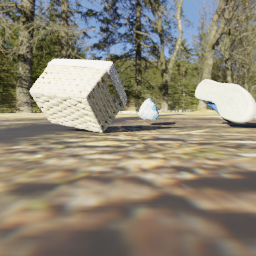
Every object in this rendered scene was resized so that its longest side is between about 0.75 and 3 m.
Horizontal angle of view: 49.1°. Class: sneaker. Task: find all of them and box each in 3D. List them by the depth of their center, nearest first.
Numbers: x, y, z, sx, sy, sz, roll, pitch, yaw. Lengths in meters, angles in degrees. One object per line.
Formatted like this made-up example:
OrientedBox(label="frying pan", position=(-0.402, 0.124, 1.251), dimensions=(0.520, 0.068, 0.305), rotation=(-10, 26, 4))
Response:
OrientedBox(label="sneaker", position=(3.415, -0.683, 8.907), dimensions=(1.538, 1.061, 2.765), rotation=(24, 11, -24))
OrientedBox(label="sneaker", position=(0.747, -0.612, 9.864), dimensions=(0.688, 0.682, 1.897), rotation=(36, 14, -5))

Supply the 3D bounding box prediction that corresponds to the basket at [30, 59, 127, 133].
OrientedBox(label="basket", position=(-1.138, -0.750, 6.428), dimensions=(1.816, 1.231, 1.120), rotation=(9, 52, 29))
